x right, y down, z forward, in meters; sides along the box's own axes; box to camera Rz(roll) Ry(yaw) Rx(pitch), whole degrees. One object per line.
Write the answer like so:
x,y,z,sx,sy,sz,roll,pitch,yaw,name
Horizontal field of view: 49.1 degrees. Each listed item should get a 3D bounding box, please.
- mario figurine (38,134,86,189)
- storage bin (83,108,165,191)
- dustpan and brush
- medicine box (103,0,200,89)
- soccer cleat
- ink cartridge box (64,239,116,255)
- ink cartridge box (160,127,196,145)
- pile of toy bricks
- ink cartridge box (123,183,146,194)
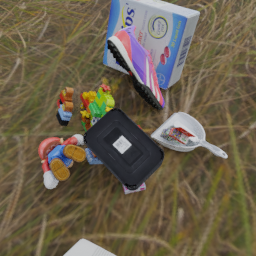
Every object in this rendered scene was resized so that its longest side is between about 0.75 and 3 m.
-1.472,0.754,6.690,1.222,1.049,1.979,-12,8,-21,mario figurine
-0.085,0.486,6.247,1.089,0.755,1.611,-43,77,-9,storage bin
1.802,0.309,7.723,1.967,0.563,1.373,39,57,17,dustpan and brush
0.661,-2.834,9.017,2.500,2.278,1.287,25,35,19,medicine box
0.478,-1.701,8.255,0.970,2.649,0.904,-40,20,-8,soccer cleat
-0.054,2.787,4.342,2.467,2.843,0.619,26,81,7,ink cartridge box
1.292,0.220,7.352,0.519,0.952,0.240,31,77,-15,ink cartridge box
-0.773,-0.429,7.413,1.621,1.442,2.922,5,37,-38,pile of toy bricks
0.078,1.224,7.256,0.540,0.190,0.904,-11,50,-9,ink cartridge box
